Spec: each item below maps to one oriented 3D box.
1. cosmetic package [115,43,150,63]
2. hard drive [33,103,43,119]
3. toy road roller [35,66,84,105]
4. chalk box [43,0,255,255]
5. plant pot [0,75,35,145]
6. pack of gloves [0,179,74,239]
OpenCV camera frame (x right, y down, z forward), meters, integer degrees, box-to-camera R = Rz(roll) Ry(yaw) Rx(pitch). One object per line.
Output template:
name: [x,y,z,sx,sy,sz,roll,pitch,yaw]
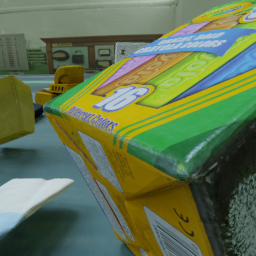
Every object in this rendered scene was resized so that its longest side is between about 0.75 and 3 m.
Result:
cosmetic package: [0.727,-2.389,12.594,2.270,2.272,2.754,4,5,9]
hard drive: [-4.172,-0.836,9.658,2.225,0.366,1.553,18,12,-6]
toy road roller: [-2.581,-1.647,11.475,2.446,1.785,1.503,9,16,34]
chalk box: [1.140,-0.061,2.510,2.908,1.815,1.802,-34,27,-23]
plant pot: [-2.746,-0.293,6.160,1.284,1.132,1.284,-21,-2,-4]
pack of gloves: [-2.192,1.173,2.809,2.383,0.560,2.837,-3,6,13]
